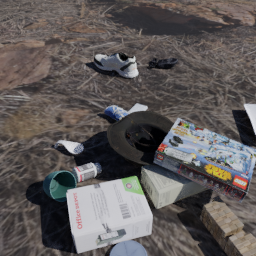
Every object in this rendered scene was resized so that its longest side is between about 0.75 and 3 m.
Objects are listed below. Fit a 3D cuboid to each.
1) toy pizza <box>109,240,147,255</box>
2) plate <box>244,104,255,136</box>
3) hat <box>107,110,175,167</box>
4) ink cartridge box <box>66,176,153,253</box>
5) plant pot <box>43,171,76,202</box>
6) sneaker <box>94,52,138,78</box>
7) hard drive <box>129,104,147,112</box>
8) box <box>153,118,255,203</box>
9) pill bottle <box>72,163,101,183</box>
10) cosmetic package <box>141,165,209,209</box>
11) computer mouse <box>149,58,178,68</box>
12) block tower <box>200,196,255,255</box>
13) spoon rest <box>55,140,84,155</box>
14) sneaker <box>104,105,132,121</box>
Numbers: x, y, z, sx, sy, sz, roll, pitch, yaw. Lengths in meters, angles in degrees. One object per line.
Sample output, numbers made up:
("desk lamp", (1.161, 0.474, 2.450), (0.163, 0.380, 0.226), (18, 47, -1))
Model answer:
("toy pizza", (0.009, 3.227, 6.887), (0.955, 0.151, 0.955), (-1, 37, 1))
("plate", (5.972, -0.092, 10.975), (2.433, 0.394, 2.438), (5, 38, 4))
("hat", (0.605, 0.595, 9.460), (2.720, 1.097, 2.720), (5, 38, -4))
("ink cartridge box", (-0.533, 2.264, 7.549), (2.022, 0.849, 1.471), (-10, 39, -12))
("plant pot", (-2.103, 1.686, 8.325), (0.707, 0.881, 0.881), (-2, 28, 45))
("sneaker", (-0.653, -3.608, 14.940), (2.852, 1.141, 1.051), (22, 44, 28))
("hard drive", (0.407, -0.755, 12.063), (0.551, 0.111, 0.835), (19, 41, 23))
("box", (2.314, 0.841, 8.286), (2.631, 0.525, 1.801), (24, 45, 17))
("pill bottle", (-1.298, 1.388, 8.921), (0.858, 0.475, 0.475), (-14, 39, -32))
("cosmetic package", (1.614, 1.481, 8.593), (2.212, 0.786, 1.164), (-14, 42, -18))
("computer mouse", (2.019, -3.547, 15.501), (1.523, 0.401, 1.055), (1, 38, 20))
("block tower", (2.702, 2.812, 7.044), (0.654, 0.611, 2.262), (-14, 39, -18))
("spoon rest", (-2.120, 0.673, 10.041), (1.108, 0.336, 0.551), (10, 39, 15))
("sneaker", (-0.367, -0.521, 11.408), (1.426, 0.540, 0.549), (15, 37, 21))
